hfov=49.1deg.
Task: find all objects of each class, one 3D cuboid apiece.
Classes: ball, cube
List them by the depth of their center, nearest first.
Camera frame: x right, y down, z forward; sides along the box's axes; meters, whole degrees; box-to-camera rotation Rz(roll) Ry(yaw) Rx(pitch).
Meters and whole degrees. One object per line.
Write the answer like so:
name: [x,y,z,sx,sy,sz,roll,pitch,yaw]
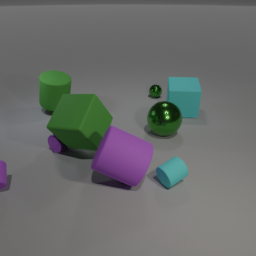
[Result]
cube: [-1.584,-0.194,9.498,1.400,1.400,1.400,3,59,28]
ball: [1.450,-0.373,11.133,1.400,1.400,1.400,0,27,0]
cube: [2.534,-1.424,12.953,1.400,1.400,1.400,2,35,5]
ball: [1.472,-1.979,15.001,0.700,0.700,0.700,0,27,0]

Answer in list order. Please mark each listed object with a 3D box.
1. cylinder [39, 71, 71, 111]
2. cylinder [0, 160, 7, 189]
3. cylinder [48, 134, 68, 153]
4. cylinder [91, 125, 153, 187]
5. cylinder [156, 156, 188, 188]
cylinder: [-3.370,-1.720,12.948,1.400,1.400,1.400,9,36,-6]
cylinder: [-3.906,1.377,8.129,0.700,0.700,0.700,-7,62,-13]
cylinder: [-2.449,0.462,10.266,0.700,0.700,0.700,18,32,30]
cylinder: [-0.176,0.829,8.282,1.400,1.400,1.400,25,26,-8]
cylinder: [1.318,1.318,8.403,0.700,0.700,0.700,-28,37,-22]
